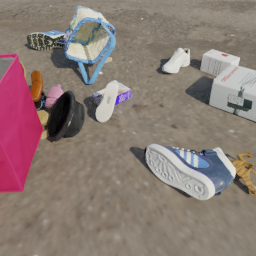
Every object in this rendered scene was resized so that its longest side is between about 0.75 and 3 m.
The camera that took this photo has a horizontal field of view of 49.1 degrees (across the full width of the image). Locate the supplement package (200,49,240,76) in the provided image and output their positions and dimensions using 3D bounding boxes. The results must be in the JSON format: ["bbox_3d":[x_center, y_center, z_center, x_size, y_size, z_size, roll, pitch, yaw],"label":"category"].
[{"bbox_3d":[3.683,-2.561,11.256,1.240,0.743,0.752,30,47,33],"label":"supplement package"}]

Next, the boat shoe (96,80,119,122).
[{"bbox_3d":[-0.606,-0.815,8.466,0.496,1.378,0.472,19,32,5],"label":"boat shoe"}]

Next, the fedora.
[{"bbox_3d":[-1.668,-0.278,7.939,0.678,1.485,1.485,21,23,-38],"label":"fedora"}]

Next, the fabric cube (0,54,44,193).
[{"bbox_3d":[-3.650,-0.066,6.577,2.355,2.392,2.400,-4,39,1],"label":"fabric cube"}]

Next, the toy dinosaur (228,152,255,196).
[{"bbox_3d":[2.685,0.923,7.023,0.908,0.516,1.709,-22,43,-23],"label":"toy dinosaur"}]

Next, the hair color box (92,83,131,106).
[{"bbox_3d":[-0.551,-1.117,9.715,1.209,0.392,0.661,-30,48,-30],"label":"hair color box"}]

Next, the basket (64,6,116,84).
[{"bbox_3d":[-1.422,-3.138,10.535,1.687,2.139,2.426,-2,52,-43],"label":"basket"}]

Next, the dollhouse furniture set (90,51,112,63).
[{"bbox_3d":[-1.239,-3.405,12.066,1.012,1.072,0.700,-24,44,-27],"label":"dollhouse furniture set"}]

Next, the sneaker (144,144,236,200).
[{"bbox_3d":[1.603,0.845,6.968,1.513,0.832,2.066,-23,39,-38],"label":"sneaker"}]

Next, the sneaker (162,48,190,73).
[{"bbox_3d":[1.973,-2.834,11.509,0.669,0.853,1.716,26,45,29],"label":"sneaker"}]

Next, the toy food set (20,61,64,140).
[{"bbox_3d":[-3.049,-1.010,8.798,1.871,0.464,2.943,-40,78,-19],"label":"toy food set"}]

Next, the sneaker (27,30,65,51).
[{"bbox_3d":[-3.730,-4.226,13.447,2.128,0.836,0.949,-3,30,-17],"label":"sneaker"}]

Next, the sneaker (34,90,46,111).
[{"bbox_3d":[-2.970,-0.795,9.210,0.443,0.493,1.264,-3,38,-5],"label":"sneaker"}]

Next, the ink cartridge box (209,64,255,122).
[{"bbox_3d":[4.111,-1.118,9.231,2.320,0.964,1.701,26,45,29],"label":"ink cartridge box"}]
